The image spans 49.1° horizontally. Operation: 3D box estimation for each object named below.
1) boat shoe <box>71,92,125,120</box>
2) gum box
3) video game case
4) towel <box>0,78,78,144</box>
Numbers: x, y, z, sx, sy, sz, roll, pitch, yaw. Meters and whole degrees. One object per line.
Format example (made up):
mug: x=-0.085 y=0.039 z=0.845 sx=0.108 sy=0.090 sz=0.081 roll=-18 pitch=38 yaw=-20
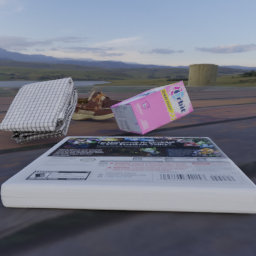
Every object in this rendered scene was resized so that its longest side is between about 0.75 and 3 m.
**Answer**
boat shoe: x=-1.070 y=-0.819 z=9.543 sx=2.366 sy=0.852 sz=0.854 roll=-2 pitch=27 yaw=28
gum box: x=0.443 y=-0.468 z=6.797 sx=1.242 sy=0.724 sz=2.189 roll=-24 pitch=8 yaw=-13
video game case: x=0.082 y=0.569 z=4.445 sx=2.963 sy=0.346 sz=2.693 roll=0 pitch=11 yaw=4
towel: x=-1.942 y=-0.393 z=6.467 sx=1.333 sy=0.689 sz=1.610 roll=-5 pitch=47 yaw=12
